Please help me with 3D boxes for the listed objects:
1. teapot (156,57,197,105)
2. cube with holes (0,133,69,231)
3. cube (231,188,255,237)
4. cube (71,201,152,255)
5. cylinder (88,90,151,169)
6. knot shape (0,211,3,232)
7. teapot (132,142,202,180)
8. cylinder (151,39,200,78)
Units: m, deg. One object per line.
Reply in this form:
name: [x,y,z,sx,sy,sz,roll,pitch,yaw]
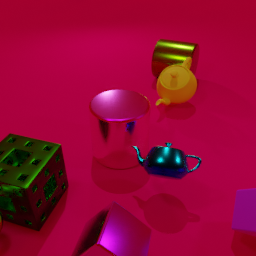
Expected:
teapot: [1.420,-1.338,8.519,1.232,0.970,1.982,26,75,26]
cube with holes: [-2.041,1.019,5.484,1.192,1.192,1.192,11,38,14]
cube: [2.311,1.479,4.760,0.716,0.716,0.716,18,72,-7]
cube: [-0.248,1.813,4.267,0.830,0.830,0.830,39,32,-10]
cylinder: [-0.190,0.011,6.688,1.396,1.396,1.396,0,36,0]
knot shape: [-2.686,1.832,4.817,1.034,0.511,1.105,-12,48,43]
teapot: [0.711,0.624,5.499,1.427,0.887,0.699,5,76,18]
cylinder: [1.695,-2.386,9.960,1.371,1.371,1.371,14,39,20]
